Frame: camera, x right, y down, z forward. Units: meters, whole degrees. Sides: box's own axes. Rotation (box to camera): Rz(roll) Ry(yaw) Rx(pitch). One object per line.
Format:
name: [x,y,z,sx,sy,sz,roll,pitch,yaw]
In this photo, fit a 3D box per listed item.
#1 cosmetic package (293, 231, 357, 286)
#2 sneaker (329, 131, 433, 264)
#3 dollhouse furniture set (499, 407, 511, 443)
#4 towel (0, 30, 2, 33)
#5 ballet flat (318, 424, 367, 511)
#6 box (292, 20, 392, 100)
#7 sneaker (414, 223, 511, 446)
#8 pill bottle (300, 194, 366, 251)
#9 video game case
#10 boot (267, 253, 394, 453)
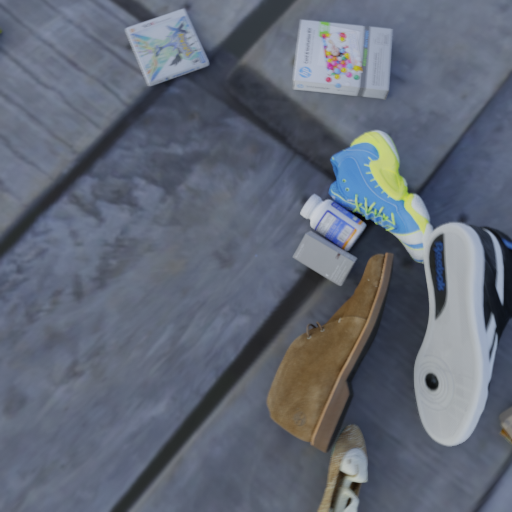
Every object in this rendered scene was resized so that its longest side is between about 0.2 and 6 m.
cosmetic package: [1.193,0.032,9.738,0.981,0.442,0.524,29,107,9]
sneaker: [2.111,-0.895,9.915,1.382,0.996,2.631,-20,67,3]
dollhouse furniture set: [5.064,2.490,9.178,2.164,0.836,1.082,-38,84,9]
towel: [-6.469,-4.473,11.299,2.469,0.223,1.063,16,80,4]
ballet flat: [1.410,3.557,8.609,0.662,0.613,1.878,26,69,-22]
box: [1.699,-3.867,11.015,1.827,0.376,1.424,7,74,3]
sneaker: [3.694,1.235,9.027,1.934,1.263,3.458,1,94,-33]
pill bottle: [1.345,-0.614,9.940,1.077,0.603,0.603,36,77,10]
video game case: [-1.789,-4.188,11.216,1.274,0.154,1.398,-22,75,-6]
boot: [1.272,1.317,9.144,1.281,1.250,3.395,22,74,21]
